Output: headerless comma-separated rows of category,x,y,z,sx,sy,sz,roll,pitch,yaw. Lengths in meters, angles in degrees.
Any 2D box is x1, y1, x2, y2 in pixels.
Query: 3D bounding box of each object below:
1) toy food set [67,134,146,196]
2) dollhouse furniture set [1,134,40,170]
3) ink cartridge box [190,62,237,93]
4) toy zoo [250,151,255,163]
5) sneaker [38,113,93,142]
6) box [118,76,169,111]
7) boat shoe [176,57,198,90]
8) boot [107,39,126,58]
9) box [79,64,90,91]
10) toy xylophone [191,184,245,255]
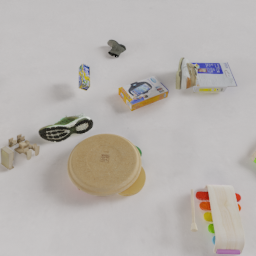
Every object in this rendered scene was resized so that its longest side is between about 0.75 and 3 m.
toy food set,-0.724,1.144,9.197,2.506,0.610,2.480,-7,49,-6
dollhouse furniture set,-3.756,0.855,9.598,0.966,0.684,1.052,28,33,22
ink cartridge box,3.655,-2.250,12.323,1.787,0.420,1.766,2,47,-1
toy zoo,5.769,1.257,9.314,2.737,0.280,1.796,36,58,27
sneaker,-2.315,-0.091,10.319,1.960,0.754,0.869,-14,39,-20
box,0.726,-1.510,11.665,1.976,0.410,1.176,-24,53,-17
boat shoe,2.485,-2.256,11.697,0.819,0.894,2.393,4,37,13
boot,-0.737,-3.912,13.794,1.166,0.395,0.762,30,61,25
box,-1.829,-2.131,11.718,0.387,0.356,1.106,16,55,-33
toy xylophone,2.546,2.463,8.086,1.578,0.542,2.155,8,49,7
